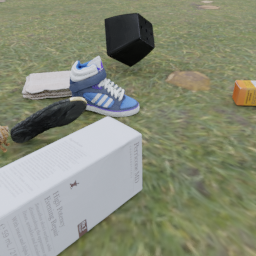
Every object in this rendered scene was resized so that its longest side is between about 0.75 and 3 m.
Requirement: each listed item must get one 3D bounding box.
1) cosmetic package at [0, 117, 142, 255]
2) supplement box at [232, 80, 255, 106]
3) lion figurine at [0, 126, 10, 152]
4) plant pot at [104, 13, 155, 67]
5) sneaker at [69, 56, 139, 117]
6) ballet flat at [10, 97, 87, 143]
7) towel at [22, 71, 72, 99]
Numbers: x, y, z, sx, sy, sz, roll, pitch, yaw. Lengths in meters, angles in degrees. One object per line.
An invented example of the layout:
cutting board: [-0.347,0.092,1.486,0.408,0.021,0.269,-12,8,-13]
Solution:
cosmetic package: [-0.942,0.964,4.441,2.616,1.330,0.968,-29,41,-35]
supplement box: [3.982,-0.997,8.013,1.762,0.586,0.606,0,31,3]
lion figurine: [-2.947,0.237,6.046,0.990,0.607,0.359,-8,43,17]
plant pot: [0.134,-3.110,9.653,1.245,1.403,1.400,-12,-14,35]
sneaker: [-0.596,-1.139,7.409,1.950,1.428,0.786,10,36,4]
ballet flat: [-1.826,-0.262,6.314,1.955,0.650,0.555,-23,43,9]
towel: [-2.198,-1.420,8.834,2.080,0.359,1.378,-7,36,-7]
